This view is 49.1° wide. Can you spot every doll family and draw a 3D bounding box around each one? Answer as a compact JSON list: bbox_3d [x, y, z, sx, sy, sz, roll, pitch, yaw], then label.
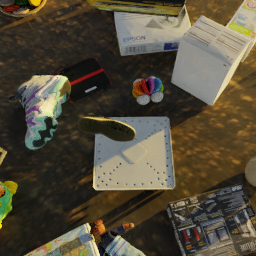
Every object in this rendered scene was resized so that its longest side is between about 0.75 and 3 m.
[{"bbox_3d":[-0.796,3.571,6.686,1.707,1.159,2.953,36,64,21],"label":"doll family"}]

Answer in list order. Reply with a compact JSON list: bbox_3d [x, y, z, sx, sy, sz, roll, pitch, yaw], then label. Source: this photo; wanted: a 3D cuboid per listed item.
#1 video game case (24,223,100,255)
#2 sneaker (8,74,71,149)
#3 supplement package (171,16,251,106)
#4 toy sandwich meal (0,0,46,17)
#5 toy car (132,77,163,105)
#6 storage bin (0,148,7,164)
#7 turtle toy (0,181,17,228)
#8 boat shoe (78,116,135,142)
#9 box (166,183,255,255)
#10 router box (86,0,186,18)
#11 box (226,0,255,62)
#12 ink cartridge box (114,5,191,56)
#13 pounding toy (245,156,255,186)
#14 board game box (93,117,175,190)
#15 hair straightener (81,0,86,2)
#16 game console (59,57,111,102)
[{"bbox_3d":[-1.617,3.248,6.423,1.985,2.180,0.240,-25,107,-12],"label":"video game case"},{"bbox_3d":[-3.096,-0.625,8.908,1.829,1.016,2.615,12,60,12],"label":"sneaker"},{"bbox_3d":[2.485,-2.046,8.867,1.671,2.146,1.190,34,68,16],"label":"supplement package"},{"bbox_3d":[-4.364,-5.506,11.329,2.296,0.786,2.296,1,64,-2],"label":"toy sandwich meal"},{"bbox_3d":[0.672,-1.346,9.281,1.056,0.792,0.924,-11,63,-5],"label":"toy car"},{"bbox_3d":[-2.667,0.771,4.560,1.228,0.830,0.576,-45,112,9],"label":"storage bin"},{"bbox_3d":[-4.087,1.919,7.493,2.039,1.030,1.486,11,64,6],"label":"turtle toy"},{"bbox_3d":[-0.362,-0.028,5.077,1.057,0.378,0.347,11,21,7],"label":"boat shoe"},{"bbox_3d":[2.323,2.583,7.432,2.170,0.540,1.711,-14,64,-7],"label":"box"},{"bbox_3d":[0.188,-3.321,6.987,2.385,1.875,0.623,7,103,4],"label":"router box"},{"bbox_3d":[4.284,-3.624,10.287,1.144,1.031,2.033,32,67,14],"label":"box"},{"bbox_3d":[0.906,-4.140,10.815,2.791,0.568,2.796,-7,63,-3],"label":"ink cartridge box"},{"bbox_3d":[4.072,1.393,7.947,1.058,0.636,1.370,-48,30,10],"label":"pounding toy"},{"bbox_3d":[0.161,0.750,8.498,2.317,0.300,2.317,-1,64,0],"label":"board game box"},{"bbox_3d":[-0.534,-5.645,11.684,2.908,0.595,1.119,-7,55,2],"label":"hair straightener"},{"bbox_3d":[-1.537,-1.732,9.824,1.537,0.239,1.360,-27,72,-12],"label":"game console"}]
